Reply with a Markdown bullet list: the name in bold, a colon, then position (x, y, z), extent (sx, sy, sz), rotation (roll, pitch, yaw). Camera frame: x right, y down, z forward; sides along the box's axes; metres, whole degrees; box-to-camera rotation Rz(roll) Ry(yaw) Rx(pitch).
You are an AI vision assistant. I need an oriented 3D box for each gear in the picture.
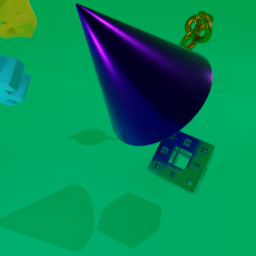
- **gear**: position (-2.107, -0.734, 3.244), extent (1.805, 1.805, 0.334), rotation (9, 77, 12)

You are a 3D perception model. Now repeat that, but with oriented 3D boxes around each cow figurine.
- **cow figurine**: position (-1.841, -2.087, 4.634), extent (0.673, 1.226, 1.206), rotation (-21, 12, 23)

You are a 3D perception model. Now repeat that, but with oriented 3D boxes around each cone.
- **cone**: position (-0.064, -0.863, 3.385), extent (1.600, 1.606, 1.600), rotation (-26, 42, 27)

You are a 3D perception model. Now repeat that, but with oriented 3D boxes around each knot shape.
- **knot shape**: position (2.233, -3.207, 8.977), extent (0.677, 1.465, 1.371), rotation (26, 59, -13)

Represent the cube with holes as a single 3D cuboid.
- **cube with holes**: position (0.886, 0.558, 4.577), extent (0.776, 0.776, 0.776), rotation (25, 82, 21)
